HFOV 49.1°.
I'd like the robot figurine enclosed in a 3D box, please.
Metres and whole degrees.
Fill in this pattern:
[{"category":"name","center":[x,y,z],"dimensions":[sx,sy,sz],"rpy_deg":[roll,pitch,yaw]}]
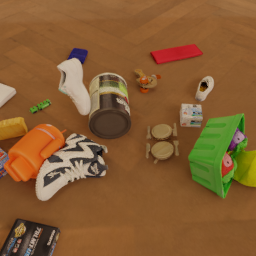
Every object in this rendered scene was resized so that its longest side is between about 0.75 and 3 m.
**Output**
[{"category":"robot figurine","center":[-3.175,0.785,9.808],"dimensions":[1.378,1.700,2.363],"rpy_deg":[33,48,5]}]

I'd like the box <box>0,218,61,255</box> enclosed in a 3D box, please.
[{"category":"box","center":[-2.863,3.445,8.084],"dimensions":[1.394,0.349,1.404],"rpy_deg":[9,48,9]}]

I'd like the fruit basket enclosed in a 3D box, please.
[{"category":"fruit basket","center":[3.707,1.027,9.389],"dimensions":[2.831,2.042,2.831],"rpy_deg":[-12,37,9]}]

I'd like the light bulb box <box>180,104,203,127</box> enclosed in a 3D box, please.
[{"category":"light bulb box","center":[2.602,-0.516,11.588],"dimensions":[0.829,0.522,0.836],"rpy_deg":[4,48,3]}]

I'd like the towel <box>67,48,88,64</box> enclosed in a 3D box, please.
[{"category":"towel","center":[-2.635,-3.771,14.773],"dimensions":[0.865,0.290,1.172],"rpy_deg":[10,48,0]}]

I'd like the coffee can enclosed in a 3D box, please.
[{"category":"coffee can","center":[-0.760,-0.904,11.185],"dimensions":[1.619,1.619,2.212],"rpy_deg":[-4,47,-3]}]

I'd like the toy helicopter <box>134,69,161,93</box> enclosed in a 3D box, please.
[{"category":"toy helicopter","center":[0.839,-2.404,13.282],"dimensions":[1.103,0.658,1.668],"rpy_deg":[-20,43,-14]}]

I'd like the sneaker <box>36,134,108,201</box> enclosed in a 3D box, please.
[{"category":"sneaker","center":[-1.663,1.395,9.413],"dimensions":[1.807,1.108,2.777],"rpy_deg":[11,38,21]}]

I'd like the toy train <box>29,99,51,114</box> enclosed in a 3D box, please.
[{"category":"toy train","center":[-3.801,-0.933,12.201],"dimensions":[1.005,0.210,0.283],"rpy_deg":[-34,66,-27]}]

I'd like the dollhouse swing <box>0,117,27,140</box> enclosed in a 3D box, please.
[{"category":"dollhouse swing","center":[-4.706,-0.196,11.041],"dimensions":[1.209,1.098,1.063],"rpy_deg":[-12,60,-10]}]

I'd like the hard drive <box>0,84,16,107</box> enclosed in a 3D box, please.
[{"category":"hard drive","center":[-6.421,-1.095,12.241],"dimensions":[1.684,0.335,2.553],"rpy_deg":[19,50,17]}]

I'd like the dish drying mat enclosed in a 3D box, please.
[{"category":"dish drying mat","center":[2.586,-3.958,14.959],"dimensions":[2.648,0.241,1.017],"rpy_deg":[-14,50,-14]}]

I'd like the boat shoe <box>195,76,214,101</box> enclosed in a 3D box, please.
[{"category":"boat shoe","center":[3.553,-1.969,12.866],"dimensions":[0.612,0.602,1.725],"rpy_deg":[23,52,20]}]

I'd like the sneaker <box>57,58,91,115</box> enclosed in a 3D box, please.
[{"category":"sneaker","center":[-1.993,-1.348,9.956],"dimensions":[0.924,2.088,0.786],"rpy_deg":[-29,29,-34]}]

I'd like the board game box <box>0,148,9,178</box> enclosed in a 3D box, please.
[{"category":"board game box","center":[-5.495,1.555,9.734],"dimensions":[1.736,0.442,2.565],"rpy_deg":[32,55,26]}]

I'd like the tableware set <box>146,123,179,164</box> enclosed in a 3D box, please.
[{"category":"tableware set","center":[1.326,0.555,10.737],"dimensions":[1.206,0.366,1.824],"rpy_deg":[-6,41,11]}]
